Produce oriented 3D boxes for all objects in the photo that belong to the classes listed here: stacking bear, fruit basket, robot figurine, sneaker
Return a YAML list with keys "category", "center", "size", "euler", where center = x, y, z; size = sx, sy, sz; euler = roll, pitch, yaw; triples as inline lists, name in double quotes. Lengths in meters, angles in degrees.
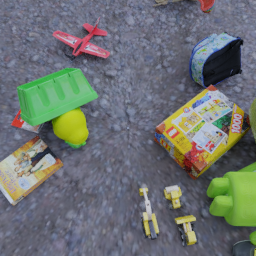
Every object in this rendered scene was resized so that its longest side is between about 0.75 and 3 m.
- category: "stacking bear"
  center: [2.600, -4.041, 9.213]
  size: [0.500, 0.879, 0.534]
  euler: [-18, 91, 17]
- category: "fruit basket"
  center: [-2.262, -0.571, 9.652]
  size: [2.655, 2.655, 1.915]
  euler: [-41, 31, -19]
- category: "robot figurine"
  center: [3.731, 2.050, 8.130]
  size: [2.652, 1.534, 2.327]
  euler: [0, 50, 2]
- category: "sneaker"
  center: [3.925, 3.520, 7.749]
  size: [1.969, 0.833, 0.733]
  euler: [8, 61, 4]

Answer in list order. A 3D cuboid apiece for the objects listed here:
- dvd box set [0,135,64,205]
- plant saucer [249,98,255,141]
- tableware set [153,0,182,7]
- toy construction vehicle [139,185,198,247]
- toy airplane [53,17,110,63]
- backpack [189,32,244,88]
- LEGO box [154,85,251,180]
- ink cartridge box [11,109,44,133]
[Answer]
- category: "dvd box set"
  center: [-3.356, 1.330, 9.230]
  size: [1.988, 0.292, 1.454]
  euler: [-39, 68, -19]
- category: "plant saucer"
  center: [4.463, 0.245, 8.925]
  size: [0.411, 2.647, 2.647]
  euler: [-22, 55, 34]
- category: "tableware set"
  center: [2.119, -6.148, 12.791]
  size: [1.951, 0.391, 1.290]
  euler: [6, 76, 41]
- category: "toy construction vehicle"
  center: [1.185, 2.599, 8.351]
  size: [1.584, 0.641, 1.819]
  euler: [-7, 62, -4]
- category: "toy airplane"
  center: [-1.803, -3.739, 11.847]
  size: [2.561, 0.471, 2.561]
  euler: [3, 64, -6]
- category: "backpack"
  center: [3.172, -2.509, 10.560]
  size: [1.882, 1.722, 1.383]
  euler: [-32, 45, -14]
- category: "LEGO box"
  center: [2.531, 0.099, 9.470]
  size: [2.664, 1.028, 1.984]
  euler: [-37, 68, -18]
- category: "ink cartridge box"
  center: [-3.571, -0.385, 10.172]
  size: [1.126, 0.282, 0.913]
  euler: [17, 62, 6]
